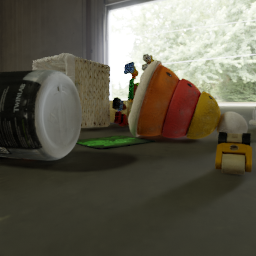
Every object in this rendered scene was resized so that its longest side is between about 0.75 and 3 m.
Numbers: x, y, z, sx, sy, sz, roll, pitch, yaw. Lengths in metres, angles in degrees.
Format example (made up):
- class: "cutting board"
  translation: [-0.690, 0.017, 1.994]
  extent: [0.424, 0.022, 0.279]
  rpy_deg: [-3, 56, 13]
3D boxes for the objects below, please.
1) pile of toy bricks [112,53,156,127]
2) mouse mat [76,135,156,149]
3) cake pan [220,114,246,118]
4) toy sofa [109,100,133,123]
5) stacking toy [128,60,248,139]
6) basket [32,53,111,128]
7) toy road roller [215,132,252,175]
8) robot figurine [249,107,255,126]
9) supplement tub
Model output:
- class: "pile of toy bricks"
  translation: [0.518, -1.195, 10.865]
  extent: [1.633, 2.943, 1.453]
  rpy_deg: [-9, -26, 36]
- class: "mouse mat"
  translation: [-0.370, 0.321, 6.844]
  extent: [1.752, 0.066, 1.409]
  rpy_deg: [-6, 9, -42]
- class: "cake pan"
  translation: [3.893, -0.354, 11.791]
  extent: [1.956, 0.359, 1.956]
  rpy_deg: [0, 6, 0]
- class: "toy sofa"
  translation: [-0.567, -0.710, 12.103]
  extent: [2.456, 1.017, 1.198]
  rpy_deg: [4, 2, 34]
- class: "stacking toy"
  translation: [1.641, -0.405, 7.349]
  extent: [2.910, 2.126, 2.126]
  rpy_deg: [18, 9, 10]
- class: "basket"
  translation: [-2.088, -1.258, 10.348]
  extent: [2.028, 2.499, 2.522]
  rpy_deg: [-2, 6, -43]
- class: "toy road roller"
  translation: [1.590, 0.449, 4.199]
  extent: [0.475, 0.564, 0.773]
  rpy_deg: [2, 43, 22]
- class: "robot figurine"
  translation: [5.006, -0.445, 9.840]
  extent: [1.421, 0.946, 1.676]
  rpy_deg: [-22, 4, 6]
- class: "supplement tub"
  translation: [-2.250, -0.237, 5.051]
  extent: [2.508, 1.537, 1.537]
  rpy_deg: [2, 6, 19]
